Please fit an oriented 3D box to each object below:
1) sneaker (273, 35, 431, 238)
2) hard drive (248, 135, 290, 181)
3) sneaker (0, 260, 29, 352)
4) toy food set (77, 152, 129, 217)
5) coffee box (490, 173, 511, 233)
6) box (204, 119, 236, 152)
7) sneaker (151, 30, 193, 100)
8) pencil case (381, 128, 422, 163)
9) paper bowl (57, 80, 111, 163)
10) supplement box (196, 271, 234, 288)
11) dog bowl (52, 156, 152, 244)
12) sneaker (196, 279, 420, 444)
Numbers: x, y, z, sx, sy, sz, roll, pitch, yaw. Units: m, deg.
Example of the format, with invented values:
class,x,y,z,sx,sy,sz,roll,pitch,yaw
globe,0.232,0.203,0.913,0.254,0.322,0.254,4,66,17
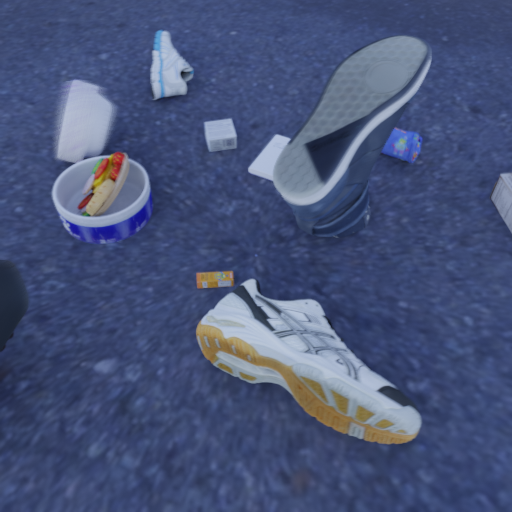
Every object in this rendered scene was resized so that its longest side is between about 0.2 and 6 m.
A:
class,x,y,z,sx,sy,sz,roll,pitch,yaw
sneaker,1.752,-1.865,9.660,1.313,2.495,3.453,37,83,28
hard drive,0.491,-1.996,11.522,0.816,0.157,1.236,21,52,18
sneaker,-3.873,1.443,7.629,1.112,1.580,2.974,9,89,10
toy food set,-2.782,-1.258,10.111,0.348,1.417,1.431,31,66,-29
coffee box,5.078,-0.787,10.149,0.914,0.637,1.598,-6,49,-5
box,-0.759,-2.563,11.897,0.591,0.337,0.643,-9,50,-7
sneaker,-2.008,-4.535,13.409,0.970,0.839,2.238,0,57,-9
pencil case,2.704,-2.440,11.607,1.462,0.635,0.571,26,21,20
paper bowl,-3.395,-2.607,11.143,0.824,1.584,1.584,13,46,-19
supplement box,-0.688,0.398,9.411,0.616,0.212,0.205,-2,51,-5
dog bowl,-2.806,-1.057,10.360,1.720,0.677,1.720,0,49,0
sneaker,0.837,1.314,7.914,3.362,1.272,1.474,25,53,20
